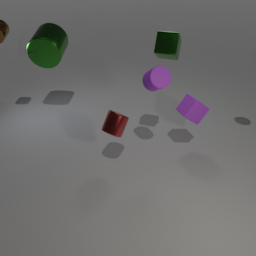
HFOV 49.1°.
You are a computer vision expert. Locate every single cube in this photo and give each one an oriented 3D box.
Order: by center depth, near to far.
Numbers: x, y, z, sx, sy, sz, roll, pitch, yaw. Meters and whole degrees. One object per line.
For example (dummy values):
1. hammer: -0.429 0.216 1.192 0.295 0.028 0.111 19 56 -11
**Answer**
1. cube: 1.283 -2.627 8.965 0.700 0.700 0.700 10 3 16
2. cube: 2.276 -0.667 9.900 0.700 0.700 0.700 26 17 -31

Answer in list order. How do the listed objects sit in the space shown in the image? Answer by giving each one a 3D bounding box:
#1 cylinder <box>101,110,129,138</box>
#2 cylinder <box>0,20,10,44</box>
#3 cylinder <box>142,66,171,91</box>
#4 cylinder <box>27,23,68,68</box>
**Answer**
1. cylinder: -0.412 -0.141 8.996 0.700 0.700 0.700 22 5 -2
2. cylinder: -5.005 -3.696 10.733 0.700 0.700 0.700 0 45 0
3. cylinder: 0.900 -1.549 8.858 0.700 0.700 0.700 -11 3 -18
4. cylinder: -3.348 -3.465 11.782 1.400 1.400 1.400 2 45 4
